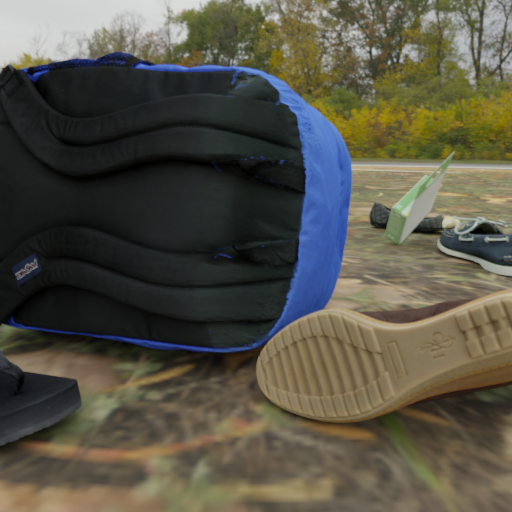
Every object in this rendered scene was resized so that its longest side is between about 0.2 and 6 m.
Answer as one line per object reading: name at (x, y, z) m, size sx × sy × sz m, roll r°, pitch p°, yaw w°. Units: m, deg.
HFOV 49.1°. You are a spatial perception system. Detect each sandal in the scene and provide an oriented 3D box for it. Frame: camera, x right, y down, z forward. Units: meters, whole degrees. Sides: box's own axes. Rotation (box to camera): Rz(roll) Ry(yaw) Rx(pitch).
sandal at (-2.410, 0.856, 3.978) m, size 2.462 × 0.527 × 0.936 m, roll 4°, pitch 12°, yaw 19°

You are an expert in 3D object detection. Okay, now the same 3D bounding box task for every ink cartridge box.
ink cartridge box at (2.904, -1.078, 10.063) m, size 0.384 × 1.601 × 1.165 m, roll 35°, pitch 60°, yaw 24°

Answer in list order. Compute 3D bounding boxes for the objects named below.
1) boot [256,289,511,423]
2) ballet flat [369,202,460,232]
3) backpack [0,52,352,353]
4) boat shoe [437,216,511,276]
boot at (1.274, 0.786, 4.219) m, size 2.120 × 0.767 × 1.763 m, roll -18°, pitch -21°, yaw 31°
ballet flat at (3.332, -0.821, 11.979) m, size 2.011 × 0.571 × 0.668 m, roll 9°, pitch 8°, yaw 36°
backpack at (-0.677, -0.533, 5.540) m, size 3.242 × 2.635 × 2.721 m, roll 4°, pitch 6°, yaw 26°
boat shoe at (3.594, -0.241, 8.875) m, size 0.854 × 0.705 × 2.281 m, roll -1°, pitch 12°, yaw -5°
